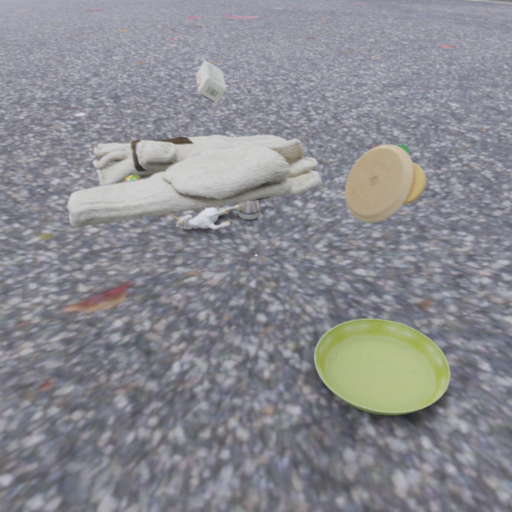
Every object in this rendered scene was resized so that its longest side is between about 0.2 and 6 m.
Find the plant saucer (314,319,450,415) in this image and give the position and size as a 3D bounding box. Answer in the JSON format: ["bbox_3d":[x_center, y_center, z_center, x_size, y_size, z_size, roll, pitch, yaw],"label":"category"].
[{"bbox_3d":[1.919,1.737,8.682,2.039,0.317,2.039,-1,33,0],"label":"plant saucer"}]

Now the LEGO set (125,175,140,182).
[{"bbox_3d":[-2.610,-1.954,13.842,1.743,0.802,0.649,-21,35,-29],"label":"LEGO set"}]

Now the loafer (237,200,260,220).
[{"bbox_3d":[-0.262,-1.555,13.430,0.685,0.599,1.905,-6,34,-10],"label":"loafer"}]

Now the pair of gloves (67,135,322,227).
[{"bbox_3d":[-0.796,-1.191,7.134,2.872,0.592,3.378,-8,21,-5],"label":"pair of gloves"}]

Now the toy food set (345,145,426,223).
[{"bbox_3d":[2.120,-1.253,9.584,0.349,1.436,1.422,17,39,-40],"label":"toy food set"}]

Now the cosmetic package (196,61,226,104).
[{"bbox_3d":[-0.734,-2.794,9.018,0.369,0.311,0.713,24,33,-25],"label":"cosmetic package"}]

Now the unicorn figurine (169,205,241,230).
[{"bbox_3d":[-1.048,-0.907,12.496,1.124,0.604,1.636,-7,12,26],"label":"unicorn figurine"}]
